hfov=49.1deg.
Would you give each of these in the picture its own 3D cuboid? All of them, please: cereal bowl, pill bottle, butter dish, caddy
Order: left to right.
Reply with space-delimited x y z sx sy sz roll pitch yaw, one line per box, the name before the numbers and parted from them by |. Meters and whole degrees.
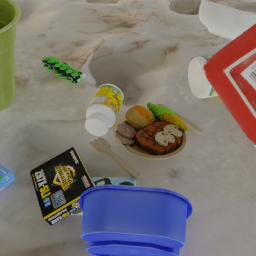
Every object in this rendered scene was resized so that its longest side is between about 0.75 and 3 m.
pill bottle | -0.663 -0.495 7.662 0.822 0.822 1.458 8 43 9
caddy | 0.111 1.610 4.995 2.069 1.462 1.086 4 50 3
cereal bowl | 4.001 -4.231 11.170 2.612 1.088 2.612 13 28 -7
pill bottle | 3.122 -1.695 8.606 2.255 1.272 1.272 -11 44 -10
butter dish | 2.007 -0.712 3.728 1.410 1.414 1.045 56 34 2

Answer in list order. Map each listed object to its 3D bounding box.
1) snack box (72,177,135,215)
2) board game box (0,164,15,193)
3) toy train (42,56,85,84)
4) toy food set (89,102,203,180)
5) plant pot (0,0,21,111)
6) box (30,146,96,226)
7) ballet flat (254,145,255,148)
snack box | -0.510 1.442 6.023 1.362 0.253 0.791 -1 43 -1
board game box | -3.822 1.404 5.959 1.624 0.393 2.147 23 49 22
toy train | -2.218 -2.026 9.630 1.923 0.401 0.542 31 41 28
toy food set | 0.583 0.050 7.101 2.717 0.545 1.876 -30 51 -35
plant pot | -4.235 -1.847 7.618 2.846 2.703 2.846 5 45 -5
box | -1.378 1.170 5.958 1.147 0.354 1.436 -31 43 -8
ballet flat | 3.676 0.652 6.732 0.486 0.486 1.354 -21 47 -21
